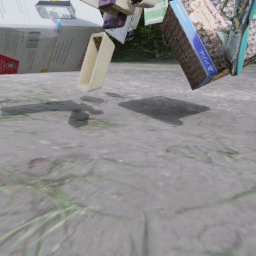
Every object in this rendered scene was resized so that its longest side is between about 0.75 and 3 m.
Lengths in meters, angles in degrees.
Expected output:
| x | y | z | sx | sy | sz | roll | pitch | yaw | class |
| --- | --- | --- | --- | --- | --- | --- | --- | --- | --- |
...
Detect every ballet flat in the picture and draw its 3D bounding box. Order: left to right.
| x | y | z | sx | sy | sz | roll | pitch | yaw | class |
| --- | --- | --- | --- | --- | --- | --- | --- | --- | --- |
| 2.462 | -2.360 | 6.389 | 0.842 | 2.340 | 0.842 | 2 | 34 | -1 | ballet flat |

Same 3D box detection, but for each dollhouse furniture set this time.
| x | y | z | sx | sy | sz | roll | pitch | yaw | class |
| --- | --- | --- | --- | --- | --- | --- | --- | --- | --- |
| -0.945 | -2.252 | 6.486 | 1.945 | 2.740 | 2.171 | 15 | 5 | -36 | dollhouse furniture set |

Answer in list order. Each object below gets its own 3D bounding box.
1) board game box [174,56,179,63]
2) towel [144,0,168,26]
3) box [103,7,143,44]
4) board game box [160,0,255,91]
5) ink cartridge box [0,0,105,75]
| x | y | z | sx | sy | sz | roll | pitch | yaw | class |
| --- | --- | --- | --- | --- | --- | --- | --- | --- | --- |
| 2.169 | -2.399 | 9.944 | 0.179 | 0.653 | 1.034 | -23 | 72 | -46 | board game box |
| 0.955 | -4.265 | 9.710 | 0.958 | 1.256 | 0.147 | -1 | 4 | 33 | towel |
| -0.132 | -3.758 | 8.780 | 1.075 | 1.843 | 0.554 | 40 | 48 | 14 | box |
| 2.822 | -2.852 | 8.209 | 2.914 | 2.323 | 1.411 | -26 | -6 | -7 | board game box |
| -2.457 | -2.673 | 8.198 | 2.945 | 1.261 | 2.174 | -12 | -19 | -33 | ink cartridge box |
